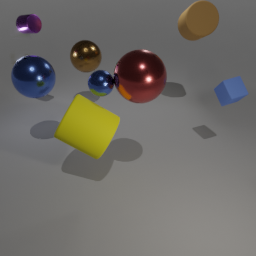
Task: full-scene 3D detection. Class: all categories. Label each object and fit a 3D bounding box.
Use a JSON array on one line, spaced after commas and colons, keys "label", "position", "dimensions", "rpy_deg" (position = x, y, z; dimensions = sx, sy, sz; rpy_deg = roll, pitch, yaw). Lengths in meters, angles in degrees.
[{"label": "cylinder", "position": [-3.864, -4.053, 10.930], "dimensions": [0.700, 0.700, 0.700], "rpy_deg": [11, 32, 33]}, {"label": "cylinder", "position": [2.961, -4.533, 11.953], "dimensions": [1.400, 1.400, 1.400], "rpy_deg": [-2, 10, -3]}, {"label": "cylinder", "position": [-1.161, -0.031, 8.009], "dimensions": [1.400, 1.400, 1.400], "rpy_deg": [29, 30, -10]}, {"label": "ball", "position": [-3.111, -1.682, 9.261], "dimensions": [1.400, 1.400, 1.400], "rpy_deg": [0, 31, 0]}, {"label": "ball", "position": [-1.866, -3.170, 12.418], "dimensions": [1.400, 1.400, 1.400], "rpy_deg": [0, 31, 0]}, {"label": "cube", "position": [3.521, -1.256, 9.606], "dimensions": [0.700, 0.700, 0.700], "rpy_deg": [-17, 78, -15]}, {"label": "ball", "position": [0.318, -1.343, 7.363], "dimensions": [1.400, 1.400, 1.400], "rpy_deg": [0, 31, 0]}, {"label": "ball", "position": [-0.714, -1.187, 7.440], "dimensions": [0.700, 0.700, 0.700], "rpy_deg": [0, 31, 0]}]
